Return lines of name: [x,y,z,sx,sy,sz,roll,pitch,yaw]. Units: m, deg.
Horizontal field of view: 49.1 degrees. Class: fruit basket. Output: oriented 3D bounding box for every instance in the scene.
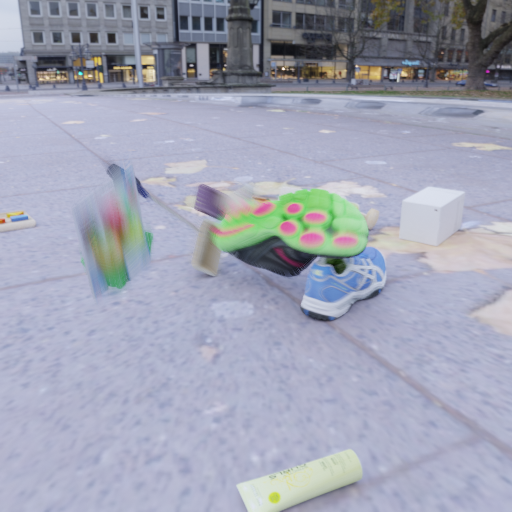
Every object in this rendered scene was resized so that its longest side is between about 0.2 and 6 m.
fruit basket: [-1.792,-0.304,7.219,0.638,1.361,1.260,17,39,17]

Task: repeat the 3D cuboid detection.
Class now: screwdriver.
screwdriver: [-1.940,-1.028,10.736,0.299,2.145,0.312,-34,25,39]

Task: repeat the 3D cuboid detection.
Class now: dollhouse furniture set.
dollhouse furniture set: [-0.355,-0.483,10.855,1.464,1.848,1.312,22,-21,-30]

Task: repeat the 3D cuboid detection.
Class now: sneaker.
sneaker: [0.686,-0.335,9.735,3.152,1.320,1.209,3,61,46]
sneaker: [1.663,0.263,9.825,0.929,0.945,2.454,16,27,29]

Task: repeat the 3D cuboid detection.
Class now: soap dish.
soap dish: [-0.196,-1.207,14.405,0.896,0.462,1.138,13,24,31]

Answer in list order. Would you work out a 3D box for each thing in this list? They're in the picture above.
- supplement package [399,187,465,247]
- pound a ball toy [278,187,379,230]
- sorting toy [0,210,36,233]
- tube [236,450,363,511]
supplement package: [4.109,-0.955,13.070,0.941,0.952,1.571,15,26,34]
pound a ball toy: [1.708,-0.963,13.534,2.117,0.899,1.381,15,0,34]
sorting toy: [-6.438,-0.848,13.756,1.747,0.257,1.291,-12,24,-30]
tube: [0.459,2.277,5.611,1.238,0.321,0.359,-12,-15,-17]
